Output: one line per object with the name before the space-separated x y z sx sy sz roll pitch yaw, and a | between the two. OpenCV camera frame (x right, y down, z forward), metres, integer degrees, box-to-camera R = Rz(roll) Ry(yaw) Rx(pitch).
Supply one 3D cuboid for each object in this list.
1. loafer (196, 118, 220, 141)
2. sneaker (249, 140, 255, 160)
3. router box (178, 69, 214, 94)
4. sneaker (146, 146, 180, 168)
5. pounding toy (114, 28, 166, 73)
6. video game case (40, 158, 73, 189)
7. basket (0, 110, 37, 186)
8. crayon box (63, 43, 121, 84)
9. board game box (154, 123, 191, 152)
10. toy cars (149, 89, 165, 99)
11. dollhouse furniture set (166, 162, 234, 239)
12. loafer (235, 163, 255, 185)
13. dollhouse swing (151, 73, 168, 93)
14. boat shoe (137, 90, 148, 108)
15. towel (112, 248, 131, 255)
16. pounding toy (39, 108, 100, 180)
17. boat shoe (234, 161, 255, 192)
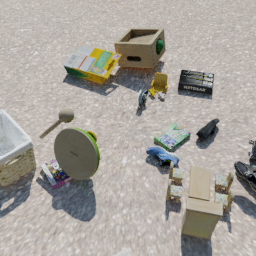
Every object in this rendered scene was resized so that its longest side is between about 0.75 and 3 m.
loafer | 3.348 0.063 11.454 1.426 0.484 0.501 -33 74 -34
sneaker | 5.145 1.143 10.117 1.220 0.809 2.145 -1 39 -1
router box | 3.358 -2.301 13.823 1.658 0.423 1.237 10 46 10
sneaker | 1.240 1.084 10.359 1.282 0.503 0.571 20 45 19
pounding toy | 0.907 -3.920 14.786 2.603 1.850 2.396 10 44 24
video game case | -2.395 1.493 10.138 1.198 0.214 1.085 -25 51 -23
basket | -4.520 0.698 10.082 1.573 1.432 2.321 -33 54 -29
crayon box | -1.748 -3.258 14.305 2.598 0.670 1.633 20 67 20
board game box | 1.796 0.352 11.314 1.290 0.188 0.868 -32 53 -28
toy cars | 1.364 -1.579 13.275 0.900 0.199 0.403 20 52 14
dollhouse furniture set | 2.263 2.004 8.742 2.060 1.459 2.242 9 46 9
loafer | 4.710 1.787 9.507 0.775 0.678 2.156 -32 53 -26
dollhouse swing | 1.537 -2.194 13.547 0.767 0.674 0.697 12 46 10
boat shoe | 0.692 -1.358 12.798 0.385 0.466 1.244 -5 32 16
towel | -0.112 3.972 7.647 0.787 0.205 1.187 -19 48 -19
pounding toy | -1.703 0.554 9.810 2.377 1.835 1.103 51 32 8
boat shoe | 3.998 1.543 9.172 0.452 0.390 1.244 -34 70 -10
